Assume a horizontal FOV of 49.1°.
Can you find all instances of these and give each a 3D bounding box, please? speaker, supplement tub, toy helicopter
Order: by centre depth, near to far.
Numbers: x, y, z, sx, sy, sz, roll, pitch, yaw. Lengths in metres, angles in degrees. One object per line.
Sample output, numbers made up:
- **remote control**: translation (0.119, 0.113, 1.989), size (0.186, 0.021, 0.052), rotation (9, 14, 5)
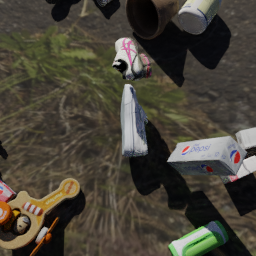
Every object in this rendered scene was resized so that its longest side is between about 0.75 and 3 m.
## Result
- **speaker**: translation (2.215, 3.631, 8.852), size (1.791, 0.792, 0.792), rotation (-25, 75, -7)
- **toy helicopter**: translation (-2.760, 2.738, 8.987), size (2.969, 1.171, 1.963), rotation (-33, 70, -22)
- **supplement tub**: translation (2.871, -4.707, 11.022), size (1.232, 1.232, 1.699), rotation (33, 76, 9)

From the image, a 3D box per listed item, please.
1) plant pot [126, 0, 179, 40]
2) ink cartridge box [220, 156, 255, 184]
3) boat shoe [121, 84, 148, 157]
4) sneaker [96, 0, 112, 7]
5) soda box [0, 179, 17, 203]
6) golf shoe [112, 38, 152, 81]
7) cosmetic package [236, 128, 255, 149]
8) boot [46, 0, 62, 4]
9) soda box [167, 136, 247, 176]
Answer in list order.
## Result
- **plant pot**: translation (1.077, -4.597, 10.891), size (1.605, 1.840, 1.840), rotation (-36, 76, -29)
- **ink cartridge box**: translation (3.753, 1.421, 9.453), size (1.136, 0.832, 0.470), rotation (-22, 75, -6)
- **boat shoe**: translation (0.246, -0.254, 9.859), size (0.900, 0.992, 2.696), rotation (3, 71, -9)
- **sneaker**: translation (-1.134, -6.017, 11.768), size (1.039, 0.675, 1.799), rotation (-30, 86, -13)
- **soda box**: translation (-4.444, 1.997, 9.511), size (1.290, 0.409, 0.451), rotation (38, 77, 10)
- **golf shoe**: translation (-0.079, -2.183, 8.640), size (0.968, 0.763, 2.103), rotation (-14, 43, -15)
- **cosmetic package**: translation (4.535, 0.333, 9.970), size (1.149, 0.466, 0.648), rotation (-10, 74, -4)
- **boot**: translation (-3.057, -5.960, 11.800), size (1.099, 0.583, 1.670), rotation (43, 67, 14)
- **soda box**: translation (2.150, 0.844, 7.995), size (0.732, 2.307, 0.788), rotation (41, 67, -15)
